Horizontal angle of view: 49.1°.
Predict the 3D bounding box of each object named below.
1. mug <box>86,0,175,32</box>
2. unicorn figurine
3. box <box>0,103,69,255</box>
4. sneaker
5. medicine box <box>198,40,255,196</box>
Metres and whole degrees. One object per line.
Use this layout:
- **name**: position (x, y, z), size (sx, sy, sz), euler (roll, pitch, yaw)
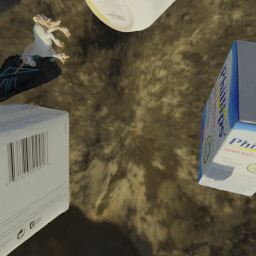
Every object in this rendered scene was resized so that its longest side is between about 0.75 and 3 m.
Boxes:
- **mug**: position (0.155, -3.144, 5.795), size (2.174, 2.714, 2.228), euler (36, 78, -11)
- **unicorn figurine**: position (-1.693, -1.659, 5.671), size (0.959, 0.516, 1.396), euler (20, 126, 1)
- **box**: position (-2.479, 0.900, 5.460), size (1.568, 2.387, 2.399), euler (11, 108, 24)
- **sneaker**: position (-2.627, -1.155, 6.386), size (2.143, 0.808, 0.849), euler (-27, 108, -10)
- **medicine box**: position (2.296, -0.132, 5.575), size (1.176, 2.285, 2.081), euler (11, 54, 4)
